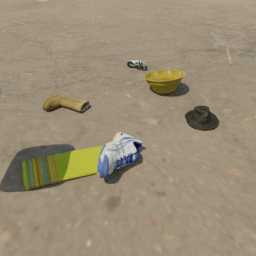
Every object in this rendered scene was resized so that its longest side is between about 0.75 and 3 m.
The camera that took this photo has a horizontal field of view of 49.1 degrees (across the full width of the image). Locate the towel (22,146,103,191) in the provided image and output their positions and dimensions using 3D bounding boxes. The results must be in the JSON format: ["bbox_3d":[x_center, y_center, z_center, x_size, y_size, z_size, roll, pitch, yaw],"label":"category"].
[{"bbox_3d":[-1.842,1.176,8.461,2.529,0.228,1.088,-11,42,-16],"label":"towel"}]

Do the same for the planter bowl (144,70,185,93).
[{"bbox_3d":[1.593,-1.971,12.232,1.761,0.734,1.761,-5,25,3],"label":"planter bowl"}]

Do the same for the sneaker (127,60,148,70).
[{"bbox_3d":[0.547,-3.320,14.477,1.159,0.450,0.500,21,38,26],"label":"sneaker"}]

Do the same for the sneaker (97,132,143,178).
[{"bbox_3d":[-0.188,0.782,8.347,0.947,0.809,2.149,16,32,13],"label":"sneaker"}]

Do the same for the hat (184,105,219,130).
[{"bbox_3d":[2.796,-0.507,10.473,1.380,0.557,1.380,1,35,-1],"label":"hat"}]

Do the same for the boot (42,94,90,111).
[{"bbox_3d":[-2.465,-0.926,11.128,1.442,0.477,1.263,17,39,21],"label":"boot"}]

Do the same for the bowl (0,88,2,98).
[{"bbox_3d":[-3.608,-0.281,6.488,0.719,1.926,1.923,25,41,-33],"label":"bowl"}]
